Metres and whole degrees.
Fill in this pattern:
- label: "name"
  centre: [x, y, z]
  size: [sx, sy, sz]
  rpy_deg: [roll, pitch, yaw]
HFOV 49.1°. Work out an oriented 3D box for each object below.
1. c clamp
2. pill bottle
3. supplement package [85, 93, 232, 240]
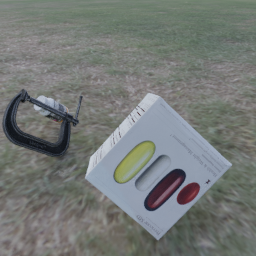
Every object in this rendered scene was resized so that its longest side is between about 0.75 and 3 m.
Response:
- label: "c clamp"
  centre: [-2.194, -0.274, 7.452]
  size: [0.320, 2.016, 2.360]
  rpy_deg: [-8, -19, 35]
- label: "pill bottle"
  centre: [-2.373, -0.579, 8.703]
  size: [0.587, 0.587, 1.010]
  rpy_deg: [27, -4, 37]
- label: "supplement package"
  centre: [0.474, 0.611, 5.180]
  size: [1.728, 1.807, 1.329]
  rpy_deg: [42, 5, -8]
